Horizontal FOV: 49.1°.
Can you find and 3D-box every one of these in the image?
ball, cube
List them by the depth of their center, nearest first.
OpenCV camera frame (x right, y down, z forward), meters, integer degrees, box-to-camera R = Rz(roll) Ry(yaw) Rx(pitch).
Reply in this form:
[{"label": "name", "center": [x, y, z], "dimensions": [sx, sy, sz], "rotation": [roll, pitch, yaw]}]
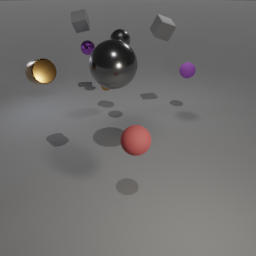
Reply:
[{"label": "ball", "center": [0.177, 0.282, 6.379], "dimensions": [0.700, 0.700, 0.700], "rotation": [0, 28, 0]}, {"label": "ball", "center": [-0.423, -1.827, 8.094], "dimensions": [1.400, 1.400, 1.400], "rotation": [0, 28, 0]}, {"label": "ball", "center": [-0.271, -3.033, 9.622], "dimensions": [0.700, 0.700, 0.700], "rotation": [0, 28, 0]}, {"label": "cube", "center": [1.436, -4.128, 11.542], "dimensions": [0.700, 0.700, 0.700], "rotation": [8, 43, -27]}, {"label": "ball", "center": [2.622, -2.542, 12.350], "dimensions": [0.700, 0.700, 0.700], "rotation": [0, 28, 0]}, {"label": "cube", "center": [-2.234, -5.017, 13.171], "dimensions": [0.700, 0.700, 0.700], "rotation": [-10, 64, 6]}, {"label": "ball", "center": [-1.972, -3.930, 13.724], "dimensions": [0.700, 0.700, 0.700], "rotation": [0, 28, 0]}]

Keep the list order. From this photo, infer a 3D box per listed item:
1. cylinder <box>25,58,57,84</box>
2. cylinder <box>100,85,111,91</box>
[{"label": "cylinder", "center": [-2.502, -1.609, 8.038], "dimensions": [0.700, 0.700, 0.700], "rotation": [-19, 16, -31]}, {"label": "cylinder", "center": [-0.985, -2.176, 12.697], "dimensions": [0.700, 0.700, 0.700], "rotation": [-14, 41, 13]}]
